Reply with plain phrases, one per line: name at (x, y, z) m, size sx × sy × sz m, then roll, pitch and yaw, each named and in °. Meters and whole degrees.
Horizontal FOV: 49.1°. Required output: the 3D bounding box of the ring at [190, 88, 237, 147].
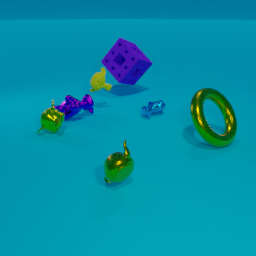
ring at (2.375, -0.310, 7.688) m, size 1.710 × 1.710 × 0.342 m, roll -20°, pitch -5°, yaw -38°

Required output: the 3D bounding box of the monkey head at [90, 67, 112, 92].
monkey head at (-0.961, -1.613, 9.987) m, size 0.720 × 1.001 × 0.603 m, roll 21°, pitch 20°, yaw -28°

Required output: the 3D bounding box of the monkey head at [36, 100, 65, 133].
monkey head at (-2.251, -0.240, 8.228) m, size 0.675 × 1.120 × 0.806 m, roll 27°, pitch -1°, yaw -12°

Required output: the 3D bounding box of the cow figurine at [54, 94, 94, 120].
cow figurine at (-1.773, -0.689, 9.464) m, size 1.247 × 0.685 × 1.227 m, roll -34°, pitch -18°, yaw 12°

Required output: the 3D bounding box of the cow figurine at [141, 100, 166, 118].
cow figurine at (0.896, -0.681, 9.709) m, size 0.891 × 0.489 × 0.876 m, roll -12°, pitch 16°, yaw 3°

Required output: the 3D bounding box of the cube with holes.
cube with holes at (-0.037, -2.755, 11.790) m, size 1.292 × 1.292 × 1.292 m, roll 51°, pitch 25°, yaw 17°

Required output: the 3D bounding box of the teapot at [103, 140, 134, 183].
teapot at (-0.203, 0.730, 5.674) m, size 0.656 × 1.055 × 0.517 m, roll 3°, pitch 36°, yaw -47°
